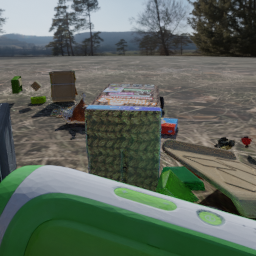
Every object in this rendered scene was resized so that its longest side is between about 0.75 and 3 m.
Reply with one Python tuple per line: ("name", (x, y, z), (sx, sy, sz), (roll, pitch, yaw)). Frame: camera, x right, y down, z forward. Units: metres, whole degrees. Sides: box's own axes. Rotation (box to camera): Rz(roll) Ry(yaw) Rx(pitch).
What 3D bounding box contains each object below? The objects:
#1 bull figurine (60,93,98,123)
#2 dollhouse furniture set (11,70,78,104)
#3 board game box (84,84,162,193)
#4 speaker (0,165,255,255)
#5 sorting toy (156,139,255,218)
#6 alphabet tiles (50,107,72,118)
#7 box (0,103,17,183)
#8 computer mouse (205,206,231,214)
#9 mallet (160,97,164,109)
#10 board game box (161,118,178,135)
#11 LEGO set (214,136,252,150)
("bull figurine", (-1.363, -0.596, 9.427), (1.756, 1.066, 0.572), (9, -5, 7))
("dollhouse furniture set", (-3.721, -1.907, 12.704), (2.805, 1.402, 1.083), (-5, 18, -11))
("board game box", (0.015, 0.251, 5.212), (1.100, 1.810, 2.271), (2, 19, 4))
("speaker", (0.221, 1.214, 2.473), (2.907, 1.286, 1.286), (13, 20, 13))
("sorting toy", (1.451, 0.829, 4.696), (2.933, 0.432, 2.168), (11, 16, -27))
("alphabet tiles", (-2.328, -0.634, 10.902), (1.241, 0.047, 1.491), (-3, 18, -7))
("box", (-3.029, 0.617, 4.611), (2.058, 1.485, 2.773), (-6, 19, -19))
("computer mouse", (0.391, 1.535, 3.080), (2.933, 0.675, 2.059), (-1, 17, -2))
("mallet", (0.950, -0.733, 10.271), (0.853, 0.533, 2.590), (-1, 15, 5))
("board game box", (0.922, -0.094, 8.885), (1.211, 0.244, 0.926), (5, 18, 14))
("LEGO set", (3.333, 0.614, 6.333), (1.726, 0.753, 2.658), (-13, 9, -40))
